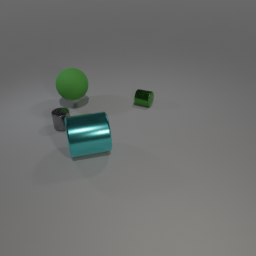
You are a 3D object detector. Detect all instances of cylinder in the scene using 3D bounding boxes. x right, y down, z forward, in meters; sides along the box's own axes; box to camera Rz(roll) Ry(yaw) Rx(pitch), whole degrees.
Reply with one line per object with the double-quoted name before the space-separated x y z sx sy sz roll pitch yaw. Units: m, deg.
"cylinder" -1.362 0.217 9.616 1.400 1.400 1.400 -9 35 -11
"cylinder" -2.639 -0.353 11.125 0.700 0.700 0.700 -1 33 1
"cylinder" 0.729 -1.358 12.637 0.700 0.700 0.700 13 36 21

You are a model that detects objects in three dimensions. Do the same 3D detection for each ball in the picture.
"ball" -2.418 -1.895 12.134 1.400 1.400 1.400 0 34 0
